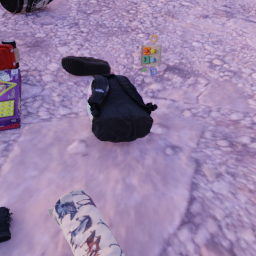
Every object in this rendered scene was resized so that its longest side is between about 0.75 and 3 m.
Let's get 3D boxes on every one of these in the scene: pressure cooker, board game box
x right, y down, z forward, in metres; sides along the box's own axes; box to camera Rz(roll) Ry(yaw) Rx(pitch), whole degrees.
[{"bbox_3d":[-5.215,-7.579,14.577,2.577,2.617,2.930,24,45,31],"label":"pressure cooker"},{"bbox_3d":[-3.956,-0.827,8.020,1.699,0.457,2.830,-7,39,-15],"label":"board game box"}]

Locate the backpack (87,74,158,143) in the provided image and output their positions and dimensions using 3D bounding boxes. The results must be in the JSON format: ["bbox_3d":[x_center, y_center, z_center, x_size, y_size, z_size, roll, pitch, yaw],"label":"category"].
[{"bbox_3d":[-0.370,-0.531,6.957,1.628,1.235,1.951,2,38,-22],"label":"backpack"}]

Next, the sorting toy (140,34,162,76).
[{"bbox_3d":[0.727,-2.399,9.235,0.743,1.319,0.180,10,16,30],"label":"sorting toy"}]

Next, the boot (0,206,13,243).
[{"bbox_3d":[-2.426,1.731,4.924,0.767,0.284,0.628,-8,41,-21],"label":"boot"}]

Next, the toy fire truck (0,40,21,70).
[{"bbox_3d":[-4.675,-2.367,8.918,1.704,1.245,1.936,6,28,10],"label":"toy fire truck"}]

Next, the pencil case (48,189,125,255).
[{"bbox_3d":[-0.633,1.726,4.358,0.757,0.658,1.692,-27,39,-17],"label":"pencil case"}]

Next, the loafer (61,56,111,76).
[{"bbox_3d":[-1.399,-2.106,9.487,1.696,0.619,0.605,11,35,-2],"label":"loafer"}]
